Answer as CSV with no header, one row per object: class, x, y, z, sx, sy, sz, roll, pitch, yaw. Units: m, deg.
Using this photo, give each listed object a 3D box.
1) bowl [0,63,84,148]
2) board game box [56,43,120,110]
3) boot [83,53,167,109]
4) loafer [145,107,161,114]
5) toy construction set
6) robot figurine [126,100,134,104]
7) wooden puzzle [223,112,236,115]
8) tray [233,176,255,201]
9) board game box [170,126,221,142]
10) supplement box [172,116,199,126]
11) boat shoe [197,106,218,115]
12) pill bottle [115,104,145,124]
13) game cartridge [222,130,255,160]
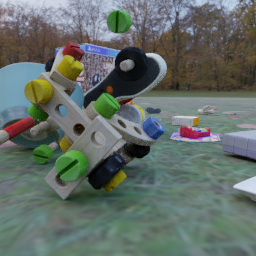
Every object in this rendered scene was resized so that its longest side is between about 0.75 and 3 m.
bowl,-1.831,-0.276,5.535,1.871,0.978,1.871,-1,-35,-1
board game box,-1.017,-1.136,8.348,1.140,2.353,1.876,3,8,33
boot,0.147,-1.144,7.043,2.364,0.856,1.705,-26,1,35
loafer,1.255,-0.869,14.432,0.923,0.332,0.290,3,-14,-27
toy construction set,-0.880,-0.021,3.610,2.471,2.061,1.899,-19,13,22
robot figurine,-0.262,-1.382,16.333,1.326,0.773,0.954,8,14,41
wooden puzzle,5.041,-0.718,13.928,0.576,0.068,0.971,2,8,11
tray,1.885,0.741,2.758,0.777,0.160,1.446,-5,9,-39
board game box,1.714,0.087,7.128,1.181,0.291,1.495,2,8,14
supplement box,1.954,-0.235,9.505,0.786,0.289,0.495,5,9,34
boat shoe,3.926,-0.882,13.751,0.480,0.439,1.284,-4,9,-28
pill bottle,0.063,-0.274,7.799,0.799,0.799,1.397,1,5,8
game cartridge,3.238,0.302,5.038,2.652,0.509,1.719,-4,5,-28
